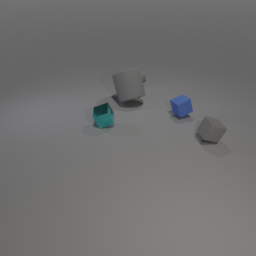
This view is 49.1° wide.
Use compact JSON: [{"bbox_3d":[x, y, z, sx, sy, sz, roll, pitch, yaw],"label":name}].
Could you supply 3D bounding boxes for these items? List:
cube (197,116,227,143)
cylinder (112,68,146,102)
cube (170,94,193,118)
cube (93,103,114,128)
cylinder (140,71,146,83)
[{"bbox_3d":[3.238,0.060,10.851,0.700,0.700,0.700,13,30,-23],"label":"cube"},{"bbox_3d":[0.051,-2.123,13.999,1.400,1.400,1.400,-15,5,1],"label":"cylinder"},{"bbox_3d":[2.452,-1.015,12.844,0.700,0.700,0.700,-26,31,-11],"label":"cube"},{"bbox_3d":[-1.037,-0.536,12.008,0.700,0.700,0.700,-17,42,13],"label":"cube"},{"bbox_3d":[0.586,-2.892,16.473,0.700,0.700,0.700,-28,37,-20],"label":"cylinder"}]
